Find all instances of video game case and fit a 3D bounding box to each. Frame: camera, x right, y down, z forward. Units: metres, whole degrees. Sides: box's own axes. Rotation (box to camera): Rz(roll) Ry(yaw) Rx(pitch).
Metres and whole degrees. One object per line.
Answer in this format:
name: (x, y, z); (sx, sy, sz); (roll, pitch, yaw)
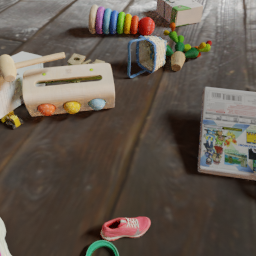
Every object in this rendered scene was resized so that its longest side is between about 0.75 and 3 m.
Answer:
video game case: (3.292, 0.141, 7.315); (2.751, 0.303, 2.507); (8, 63, 7)

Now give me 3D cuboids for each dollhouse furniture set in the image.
dollhouse furniture set: (-1.353, -1.560, 8.867); (1.056, 1.194, 0.664); (15, 41, 2)

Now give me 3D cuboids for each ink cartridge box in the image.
ink cartridge box: (2.393, -5.656, 13.297); (1.417, 0.818, 1.940); (-17, 47, -17)

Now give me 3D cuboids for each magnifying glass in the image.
magnifying glass: (-0.314, 2.855, 5.166); (0.653, 0.184, 1.642); (-17, 48, -17)

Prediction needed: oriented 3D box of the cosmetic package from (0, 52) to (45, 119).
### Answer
cosmetic package: (-3.508, -1.351, 8.415); (0.868, 1.191, 2.344); (16, 37, 15)

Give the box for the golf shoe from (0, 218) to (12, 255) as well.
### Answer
golf shoe: (-2.838, 2.064, 5.195); (1.060, 1.288, 2.815); (-34, 52, -28)

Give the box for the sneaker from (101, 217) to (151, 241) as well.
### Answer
sneaker: (-0.029, 2.036, 5.779); (1.080, 0.469, 0.398); (-10, 46, -11)

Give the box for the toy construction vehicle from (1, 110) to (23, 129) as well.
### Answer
toy construction vehicle: (-3.904, -0.261, 8.105); (1.299, 0.458, 1.131); (30, 52, 27)

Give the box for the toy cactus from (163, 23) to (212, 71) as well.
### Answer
toy cactus: (1.994, -2.962, 10.557); (2.259, 1.155, 1.864); (14, 55, 2)

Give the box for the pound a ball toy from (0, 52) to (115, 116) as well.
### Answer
pound a ball toy: (-1.882, -1.136, 7.948); (2.950, 1.924, 1.253); (-7, 66, -8)

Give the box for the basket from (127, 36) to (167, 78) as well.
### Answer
basket: (0.597, -2.544, 9.875); (1.501, 1.324, 1.044); (-28, 48, -33)

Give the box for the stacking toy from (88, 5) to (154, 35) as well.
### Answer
stacking toy: (-0.247, -4.474, 12.055); (2.771, 1.183, 1.183); (9, 45, 0)
